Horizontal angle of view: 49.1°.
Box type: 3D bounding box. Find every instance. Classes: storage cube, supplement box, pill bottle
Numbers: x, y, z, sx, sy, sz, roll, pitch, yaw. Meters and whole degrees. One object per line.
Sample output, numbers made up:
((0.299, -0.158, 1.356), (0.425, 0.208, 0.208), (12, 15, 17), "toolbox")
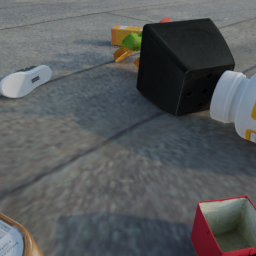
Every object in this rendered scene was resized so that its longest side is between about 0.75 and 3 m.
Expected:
((1.460, 1.622, 4.031), (0.816, 0.858, 0.954), (-5, 35, -8), "storage cube")
((0.442, -4.155, 12.815), (2.360, 0.785, 0.812), (12, 32, 16), "supplement box")
((3.485, -0.338, 6.255), (2.971, 1.675, 1.675), (22, 39, 30), "pill bottle")

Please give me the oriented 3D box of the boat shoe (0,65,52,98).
((-3.351, -1.526, 8.983), (0.610, 0.739, 2.154), (10, 28, 23), "boat shoe")

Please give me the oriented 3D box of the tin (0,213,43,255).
((-2.363, 1.751, 3.749), (2.793, 0.585, 1.564), (11, 41, 33), "tin")

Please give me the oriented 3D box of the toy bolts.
((0.900, -2.774, 10.643), (2.442, 1.694, 2.333), (-34, 5, -27), "toy bolts")

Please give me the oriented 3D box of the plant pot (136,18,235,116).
((1.660, -1.565, 7.908), (2.180, 2.185, 1.938), (-11, 47, -17), "plant pot")
